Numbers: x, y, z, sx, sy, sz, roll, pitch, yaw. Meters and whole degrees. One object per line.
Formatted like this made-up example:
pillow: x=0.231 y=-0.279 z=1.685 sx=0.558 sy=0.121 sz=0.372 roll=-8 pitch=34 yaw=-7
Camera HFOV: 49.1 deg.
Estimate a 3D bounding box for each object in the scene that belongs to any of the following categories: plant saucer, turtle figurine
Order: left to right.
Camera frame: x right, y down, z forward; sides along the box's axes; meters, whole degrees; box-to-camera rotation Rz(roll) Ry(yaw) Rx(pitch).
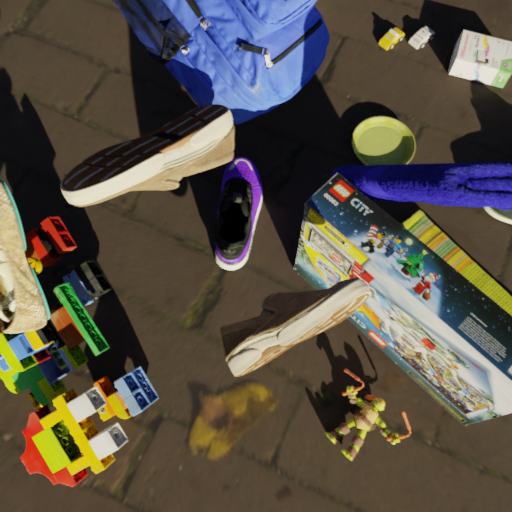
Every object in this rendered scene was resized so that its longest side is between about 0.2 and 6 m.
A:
turtle figurine: x=1.759 y=2.776 z=9.557 sx=1.207 sy=0.482 sz=1.497 roll=-43 pitch=78 yaw=-8
plant saucer: x=2.644 y=-2.303 z=11.703 sx=1.319 sy=0.205 sz=1.319 roll=0 pitch=68 yaw=0

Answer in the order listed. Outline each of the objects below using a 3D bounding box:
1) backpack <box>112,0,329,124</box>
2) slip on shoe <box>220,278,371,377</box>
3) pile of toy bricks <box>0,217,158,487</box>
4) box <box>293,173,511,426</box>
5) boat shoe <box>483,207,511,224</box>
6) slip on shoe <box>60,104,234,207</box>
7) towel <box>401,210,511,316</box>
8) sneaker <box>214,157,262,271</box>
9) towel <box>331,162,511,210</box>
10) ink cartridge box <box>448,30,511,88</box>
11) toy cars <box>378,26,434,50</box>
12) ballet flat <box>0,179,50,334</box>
backpack: x=-0.367 y=-4.049 z=9.453 sx=2.739 sy=2.828 sz=3.370 roll=-46 pitch=113 yaw=-25
slip on shoe: x=0.420 y=0.868 z=7.944 sx=1.020 sy=2.684 sz=0.813 roll=-11 pitch=69 yaw=-43
pile of toy bricks: x=-3.686 y=1.525 z=9.441 sx=2.168 sy=2.437 sz=4.393 roll=-32 pitch=87 yaw=17
box: x=2.420 y=0.842 z=9.043 sx=0.781 sy=2.831 sz=4.145 roll=-43 pitch=74 yaw=-15
boat shoe: x=6.176 y=-1.260 z=10.790 sx=3.392 sy=1.125 sz=1.268 roll=5 pitch=69 yaw=2
slip on shoe: x=-1.447 y=-1.314 z=8.236 sx=1.079 sy=0.860 sz=2.837 roll=23 pitch=48 yaw=39
towel: x=3.868 y=0.919 z=10.358 sx=1.675 sy=0.351 sz=3.891 roll=-40 pitch=74 yaw=-13
sneaker: x=-0.324 y=-0.991 z=10.662 sx=0.816 sy=1.167 sz=2.346 roll=4 pitch=69 yaw=2
towel: x=2.631 y=-1.015 z=8.210 sx=2.044 sy=2.768 sz=0.686 roll=-6 pitch=100 yaw=-22
ink cartridge box: x=4.981 y=-4.338 z=12.329 sx=1.236 sy=0.519 sz=0.895 roll=17 pitch=70 yaw=7
toy cars: x=3.438 y=-4.999 z=12.715 sx=1.317 sy=0.292 sz=0.590 roll=-3 pitch=69 yaw=-1
ballet flat: x=-3.204 y=0.063 z=7.020 sx=0.679 sy=0.734 sz=2.080 roll=-27 pitch=111 yaw=-40
